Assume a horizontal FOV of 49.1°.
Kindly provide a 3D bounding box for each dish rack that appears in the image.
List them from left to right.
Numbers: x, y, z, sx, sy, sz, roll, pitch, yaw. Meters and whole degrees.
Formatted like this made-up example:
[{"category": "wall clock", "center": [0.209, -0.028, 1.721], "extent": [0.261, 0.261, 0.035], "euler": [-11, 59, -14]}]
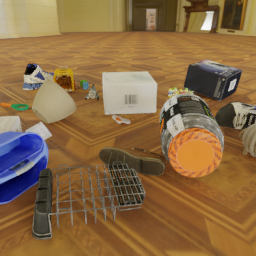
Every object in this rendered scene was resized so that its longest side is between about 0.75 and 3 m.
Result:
[{"category": "dish rack", "center": [-0.976, 1.621, 6.997], "extent": [2.669, 0.728, 2.047], "euler": [-3, 26, -12]}]

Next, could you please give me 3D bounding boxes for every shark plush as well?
[{"category": "shark plush", "center": [-1.781, -1.998, 14.923], "extent": [0.720, 0.660, 1.584], "euler": [4, 25, 8]}]

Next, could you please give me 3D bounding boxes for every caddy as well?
[{"category": "caddy", "center": [-3.062, 0.970, 7.360], "extent": [1.159, 1.561, 2.208], "euler": [8, 26, 27]}]

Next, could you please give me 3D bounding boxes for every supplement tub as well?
[{"category": "supplement tub", "center": [1.920, 0.147, 8.821], "extent": [1.809, 1.809, 2.953], "euler": [2, 23, 5]}]

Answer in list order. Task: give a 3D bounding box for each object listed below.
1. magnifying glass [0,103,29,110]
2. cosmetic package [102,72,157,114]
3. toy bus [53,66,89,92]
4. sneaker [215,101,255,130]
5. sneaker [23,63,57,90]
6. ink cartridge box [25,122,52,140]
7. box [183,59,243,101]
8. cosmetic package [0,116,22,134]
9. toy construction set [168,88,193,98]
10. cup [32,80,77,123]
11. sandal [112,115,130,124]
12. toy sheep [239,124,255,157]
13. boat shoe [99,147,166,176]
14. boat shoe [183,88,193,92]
[{"category": "magnifying glass", "center": [-5.476, -1.052, 13.496], "extent": [1.504, 0.168, 0.599], "euler": [10, 27, 16]}, {"category": "cosmetic package", "center": [-0.005, -1.767, 13.473], "extent": [2.369, 1.461, 2.377], "euler": [-3, 23, -6]}, {"category": "toy bus", "center": [-3.691, -2.908, 16.204], "extent": [2.441, 1.261, 2.304], "euler": [16, 29, 30]}, {"category": "sneaker", "center": [4.738, -0.362, 10.851], "extent": [2.800, 1.037, 1.239], "euler": [-4, 29, -18]}, {"category": "sneaker", "center": [-5.255, -3.213, 16.689], "extent": [0.988, 1.413, 2.446], "euler": [14, 28, 26]}, {"category": "ink cartridge box", "center": [-3.140, 0.230, 9.587], "extent": [0.826, 0.811, 0.179], "euler": [-29, 61, -8]}, {"category": "box", "center": [4.594, -2.671, 15.183], "extent": [2.227, 1.383, 2.245], "euler": [27, 34, 31]}, {"category": "cosmetic package", "center": [-5.000, 0.373, 9.123], "extent": [2.691, 1.141, 1.448], "euler": [-3, 25, -4]}, {"category": "toy construction set", "center": [2.777, -1.776, 14.440], "extent": [1.435, 0.661, 0.941], "euler": [11, 2, 6]}, {"category": "cup", "center": [-3.225, -0.941, 11.686], "extent": [1.765, 1.765, 1.262], "euler": [22, 62, 40]}, {"category": "sandal", "center": [-0.308, -0.279, 11.729], "extent": [0.799, 0.229, 0.306], "euler": [19, 37, -7]}, {"category": "toy sheep", "center": [4.303, 0.475, 8.934], "extent": [1.173, 1.173, 1.701], "euler": [-17, 29, -32]}, {"category": "boat shoe", "center": [0.143, 0.947, 8.512], "extent": [2.002, 0.720, 0.681], "euler": [15, 25, 7]}, {"category": "boat shoe", "center": [3.276, -2.119, 15.589], "extent": [1.067, 0.330, 0.400], "euler": [-15, 30, -29]}]
